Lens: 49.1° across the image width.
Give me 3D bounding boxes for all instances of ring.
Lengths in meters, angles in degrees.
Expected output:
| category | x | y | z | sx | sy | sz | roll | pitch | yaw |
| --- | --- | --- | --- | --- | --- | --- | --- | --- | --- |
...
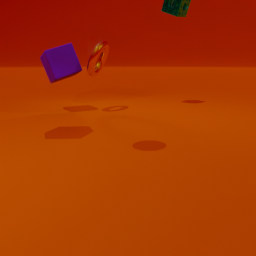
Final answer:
| category | x | y | z | sx | sy | sz | roll | pitch | yaw |
| --- | --- | --- | --- | --- | --- | --- | --- | --- | --- |
| ring | -1.106 | -2.554 | 10.383 | 0.283 | 1.413 | 1.413 | 27 | 17 | 5 |

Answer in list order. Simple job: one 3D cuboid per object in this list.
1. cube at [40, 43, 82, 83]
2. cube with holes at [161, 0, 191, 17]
| category | x | y | z | sx | sy | sz | roll | pitch | yaw |
| --- | --- | --- | --- | --- | --- | --- | --- | --- | --- |
| cube | -2.516 | -2.406 | 10.500 | 1.069 | 1.069 | 1.069 | -25 | 11 | -23 |
| cube with holes | 1.913 | -4.877 | 11.030 | 0.762 | 0.762 | 0.762 | 32 | 34 | 27 |
